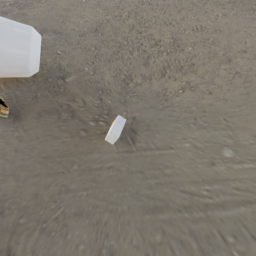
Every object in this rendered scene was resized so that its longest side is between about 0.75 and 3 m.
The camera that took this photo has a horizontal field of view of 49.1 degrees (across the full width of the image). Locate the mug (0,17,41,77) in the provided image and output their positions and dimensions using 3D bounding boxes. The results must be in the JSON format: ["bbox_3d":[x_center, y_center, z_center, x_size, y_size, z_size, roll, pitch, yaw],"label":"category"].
[{"bbox_3d":[-4.229,-2.876,9.684,2.290,2.234,2.789,4,40,-19],"label":"mug"}]

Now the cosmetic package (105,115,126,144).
[{"bbox_3d":[-0.335,0.041,7.673,0.268,0.382,0.753,31,42,-9],"label":"cosmetic package"}]

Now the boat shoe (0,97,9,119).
[{"bbox_3d":[-3.926,-0.762,8.466,1.168,0.431,0.442,42,16,24],"label":"boat shoe"}]
